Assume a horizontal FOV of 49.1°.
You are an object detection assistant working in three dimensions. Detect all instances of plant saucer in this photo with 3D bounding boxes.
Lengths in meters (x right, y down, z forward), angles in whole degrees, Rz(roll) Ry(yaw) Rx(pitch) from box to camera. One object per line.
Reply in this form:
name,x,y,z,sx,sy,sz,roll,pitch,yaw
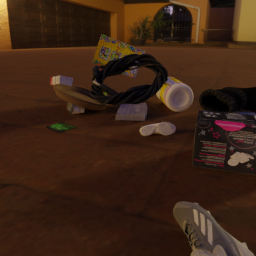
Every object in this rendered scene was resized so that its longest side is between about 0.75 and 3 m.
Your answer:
plant saucer,-2.216,-1.518,13.558,2.915,0.429,2.915,18,15,-5

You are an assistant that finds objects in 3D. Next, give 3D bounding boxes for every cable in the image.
cable,0.027,-1.455,8.342,2.348,0.596,1.916,-3,49,6

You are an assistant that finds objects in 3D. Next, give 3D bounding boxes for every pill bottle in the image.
pill bottle,2.202,-1.803,14.103,1.355,1.355,2.599,-3,22,-9

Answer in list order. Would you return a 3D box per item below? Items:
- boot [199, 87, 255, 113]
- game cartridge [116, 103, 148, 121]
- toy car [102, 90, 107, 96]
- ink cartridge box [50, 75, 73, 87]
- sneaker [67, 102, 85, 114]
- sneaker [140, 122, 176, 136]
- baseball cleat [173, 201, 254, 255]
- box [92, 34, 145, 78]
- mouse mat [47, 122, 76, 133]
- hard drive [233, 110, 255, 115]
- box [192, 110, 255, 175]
boot,4.823,-1.129,11.708,3.150,1.185,2.355,4,11,39
game cartridge,0.216,-0.755,12.789,1.304,0.386,2.011,6,21,4
toy car,-1.679,-2.256,15.873,0.751,0.952,0.782,-18,27,-40
ink cartridge box,-2.905,-2.036,12.262,0.643,0.373,0.891,5,-1,-40
sneaker,-2.501,-1.013,13.325,0.717,0.613,1.646,7,22,-23
sneaker,1.102,0.004,10.625,1.348,0.507,0.596,-3,9,-5
baseball cleat,1.299,1.992,4.985,1.033,0.677,1.940,-13,23,-31
box,-0.444,-3.285,13.031,2.040,1.292,2.118,19,10,-6
mouse mat,-2.697,-0.035,11.291,1.000,0.038,0.805,16,26,38
hard drive,5.118,-0.381,11.840,1.379,0.265,2.090,-17,25,-38
box,3.182,0.405,8.223,2.388,1.370,1.578,7,20,15
